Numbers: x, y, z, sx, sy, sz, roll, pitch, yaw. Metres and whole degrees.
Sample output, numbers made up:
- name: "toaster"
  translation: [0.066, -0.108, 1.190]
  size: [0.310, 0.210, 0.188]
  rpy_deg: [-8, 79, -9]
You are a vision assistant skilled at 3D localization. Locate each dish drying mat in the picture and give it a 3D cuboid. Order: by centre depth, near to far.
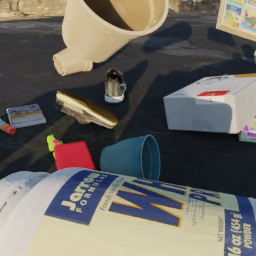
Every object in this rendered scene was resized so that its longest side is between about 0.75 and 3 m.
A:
- name: "dish drying mat"
  translation: [-1.060, 0.969, 5.951]
  size: [0.794, 0.188, 2.068]
  rpy_deg: [-9, 34, -18]

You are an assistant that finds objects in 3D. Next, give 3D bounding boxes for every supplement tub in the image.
- name: "supplement tub"
  translation: [-0.046, 1.540, 2.920]
  size: [2.833, 2.054, 2.054]
  rpy_deg: [8, 28, 15]

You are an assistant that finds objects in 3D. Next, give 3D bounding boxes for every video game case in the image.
- name: "video game case"
  translation: [-3.284, -0.400, 8.998]
  size: [1.020, 0.125, 1.427]
  rpy_deg: [-13, 30, -23]

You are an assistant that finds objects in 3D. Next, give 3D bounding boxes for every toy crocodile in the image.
- name: "toy crocodile"
  translation: [-1.727, 0.504, 6.956]
  size: [0.344, 0.315, 1.019]
  rpy_deg: [-15, 34, -28]

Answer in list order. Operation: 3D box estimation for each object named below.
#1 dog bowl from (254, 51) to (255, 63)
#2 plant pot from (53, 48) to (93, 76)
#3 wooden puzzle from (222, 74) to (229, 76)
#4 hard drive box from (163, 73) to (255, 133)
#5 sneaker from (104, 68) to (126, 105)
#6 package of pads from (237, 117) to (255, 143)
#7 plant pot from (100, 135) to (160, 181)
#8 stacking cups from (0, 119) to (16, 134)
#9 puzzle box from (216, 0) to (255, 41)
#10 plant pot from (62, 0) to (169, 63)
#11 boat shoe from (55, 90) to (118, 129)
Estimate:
- name: "dog bowl"
  translation: [6.868, -3.502, 13.897]
  size: [0.491, 1.248, 1.248]
  rpy_deg: [-16, 29, -6]
- name: "plant pot"
  translation: [-2.717, -3.219, 13.376]
  size: [1.409, 1.540, 1.540]
  rpy_deg: [-30, 38, -27]
- name: "wooden puzzle"
  translation: [4.709, -2.324, 12.824]
  size: [0.799, 0.149, 0.739]
  rpy_deg: [23, 34, 38]
- name: "hard drive box"
  translation: [2.688, -0.803, 8.307]
  size: [2.075, 1.023, 2.663]
  rpy_deg: [3, 23, 41]
- name: "sneaker"
  translation: [-0.478, -1.820, 10.746]
  size: [0.809, 1.102, 2.435]
  rpy_deg: [1, 26, 0]
- name: "package of pads"
  translation: [3.518, 0.026, 7.870]
  size: [0.841, 0.371, 1.088]
  rpy_deg: [5, 27, 10]
- name: "plant pot"
  translation: [0.024, 0.711, 5.861]
  size: [1.017, 1.083, 1.083]
  rpy_deg: [-5, 23, 25]
- name: "stacking cups"
  translation: [-3.653, -0.046, 8.155]
  size: [0.987, 0.299, 0.299]
  rpy_deg: [25, 35, 34]
- name: "puzzle box"
  translation: [3.501, -3.069, 7.423]
  size: [2.226, 1.481, 0.283]
  rpy_deg: [12, -5, -12]
- name: "plant pot"
  translation: [-0.717, -3.378, 8.303]
  size: [2.868, 2.868, 2.625]
  rpy_deg: [-17, -6, -30]
- name: "boat shoe"
  translation: [-1.286, -0.467, 8.540]
  size: [2.103, 0.682, 0.770]
  rpy_deg: [29, 23, 15]
